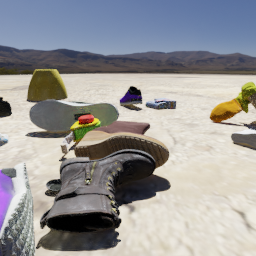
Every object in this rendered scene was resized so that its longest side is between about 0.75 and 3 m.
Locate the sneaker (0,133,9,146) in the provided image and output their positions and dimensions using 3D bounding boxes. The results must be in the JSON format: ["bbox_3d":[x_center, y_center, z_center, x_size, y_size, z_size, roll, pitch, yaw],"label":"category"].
[{"bbox_3d":[-3.645,0.286,7.889,0.360,0.381,0.942,-2,13,0],"label":"sneaker"}]

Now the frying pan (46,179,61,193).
[{"bbox_3d":[-1.146,1.079,5.190,0.736,0.120,0.445,5,17,-5],"label":"frying pan"}]

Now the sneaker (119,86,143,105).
[{"bbox_3d":[0.167,-1.678,14.413,0.672,0.962,1.934,-5,6,-30],"label":"sneaker"}]

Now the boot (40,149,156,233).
[{"bbox_3d":[-0.327,1.038,4.546,1.967,0.681,1.712,-6,20,-8],"label":"boot"}]

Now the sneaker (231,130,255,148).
[{"bbox_3d":[3.610,0.259,7.896,0.677,0.432,1.172,-13,17,-34],"label":"sneaker"}]

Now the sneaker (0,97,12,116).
[{"bbox_3d":[-5.751,-0.914,11.903,1.461,0.837,0.559,-6,13,-15],"label":"sneaker"}]

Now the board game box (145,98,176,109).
[{"bbox_3d":[1.749,-1.235,14.098,1.267,0.391,1.266,-10,16,-36],"label":"board game box"}]

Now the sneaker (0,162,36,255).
[{"bbox_3d":[-1.862,1.165,3.616,1.168,0.817,2.349,-9,11,-17],"label":"sneaker"}]

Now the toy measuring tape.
[{"bbox_3d":[-1.196,0.142,7.791,0.804,0.804,2.186,1,18,5],"label":"toy measuring tape"}]

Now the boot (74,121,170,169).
[{"bbox_3d":[0.122,0.203,6.781,2.444,0.884,2.033,1,21,30],"label":"boot"}]

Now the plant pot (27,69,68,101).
[{"bbox_3d":[-5.009,-2.721,17.321,2.471,1.754,2.471,0,14,0],"label":"plant pot"}]

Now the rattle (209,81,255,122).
[{"bbox_3d":[4.935,-0.587,11.380,1.886,2.070,2.898,46,20,26],"label":"rattle"}]

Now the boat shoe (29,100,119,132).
[{"bbox_3d":[-1.794,-0.405,9.599,2.989,1.057,0.952,1,4,0],"label":"boat shoe"}]
